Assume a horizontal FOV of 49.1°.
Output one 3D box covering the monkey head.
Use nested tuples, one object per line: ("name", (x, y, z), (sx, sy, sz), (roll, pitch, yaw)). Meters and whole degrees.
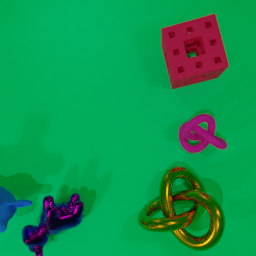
("monkey head", (-3.241, 1.789, 6.475), (1.783, 1.283, 1.075), (12, 57, 6))

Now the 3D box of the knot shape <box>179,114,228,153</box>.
("knot shape", (1.856, 0.129, 7.209), (1.334, 1.248, 0.616), (6, 56, 29))

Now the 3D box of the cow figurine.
("cow figurine", (-1.832, 2.417, 6.951), (1.503, 0.825, 1.479), (0, 110, -26))

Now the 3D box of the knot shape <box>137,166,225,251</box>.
("knot shape", (1.154, 2.002, 6.837), (1.925, 0.950, 2.057), (-17, 46, -2))

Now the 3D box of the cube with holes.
("cube with holes", (1.692, -1.939, 7.434), (1.337, 1.337, 1.337), (-14, 87, 6))
